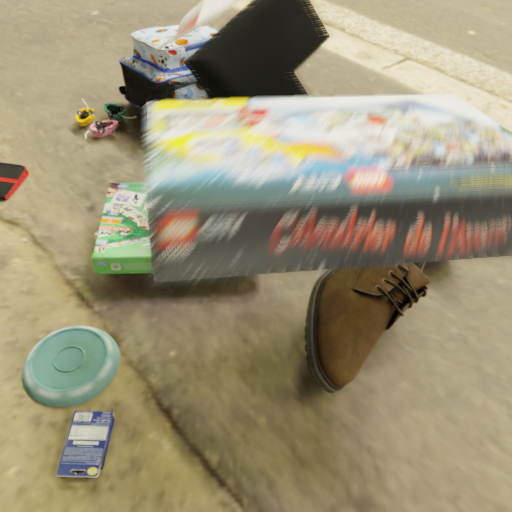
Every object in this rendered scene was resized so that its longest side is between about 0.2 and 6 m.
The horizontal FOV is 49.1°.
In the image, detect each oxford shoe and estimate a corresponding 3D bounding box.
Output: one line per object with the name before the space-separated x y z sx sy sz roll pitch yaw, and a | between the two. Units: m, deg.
oxford shoe | 1.823 0.578 8.721 1.484 1.278 3.516 -15 32 45

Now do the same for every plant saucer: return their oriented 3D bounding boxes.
plant saucer | -2.903 1.652 8.747 1.505 0.206 1.505 0 45 0

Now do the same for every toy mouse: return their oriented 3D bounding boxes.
toy mouse | -3.625 -3.270 13.622 1.498 0.326 1.686 -1 45 -1

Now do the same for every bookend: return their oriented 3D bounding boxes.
bookend | 0.374 -3.052 9.330 2.177 2.163 1.003 -47 30 -10

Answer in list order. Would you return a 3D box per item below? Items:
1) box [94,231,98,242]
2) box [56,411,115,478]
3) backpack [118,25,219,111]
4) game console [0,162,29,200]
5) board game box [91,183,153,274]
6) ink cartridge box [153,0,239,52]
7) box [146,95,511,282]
box | -1.744 -0.700 10.950 1.693 0.426 2.345 21 50 19
box | -2.357 2.626 7.785 0.587 0.157 0.969 1 43 2
backpack | -1.683 -4.480 13.689 2.719 2.199 2.855 -19 44 -32
game console | -5.675 -1.637 12.109 1.231 0.191 1.088 8 49 9
board game box | -1.294 -0.563 10.231 3.027 0.441 2.037 0 46 -3
ink cartridge box | -0.866 -3.209 7.564 1.111 0.278 0.894 -36 19 -20
box | 0.927 -1.016 6.602 4.360 0.822 2.978 -4 34 -8
